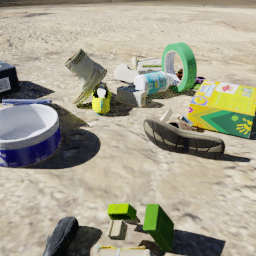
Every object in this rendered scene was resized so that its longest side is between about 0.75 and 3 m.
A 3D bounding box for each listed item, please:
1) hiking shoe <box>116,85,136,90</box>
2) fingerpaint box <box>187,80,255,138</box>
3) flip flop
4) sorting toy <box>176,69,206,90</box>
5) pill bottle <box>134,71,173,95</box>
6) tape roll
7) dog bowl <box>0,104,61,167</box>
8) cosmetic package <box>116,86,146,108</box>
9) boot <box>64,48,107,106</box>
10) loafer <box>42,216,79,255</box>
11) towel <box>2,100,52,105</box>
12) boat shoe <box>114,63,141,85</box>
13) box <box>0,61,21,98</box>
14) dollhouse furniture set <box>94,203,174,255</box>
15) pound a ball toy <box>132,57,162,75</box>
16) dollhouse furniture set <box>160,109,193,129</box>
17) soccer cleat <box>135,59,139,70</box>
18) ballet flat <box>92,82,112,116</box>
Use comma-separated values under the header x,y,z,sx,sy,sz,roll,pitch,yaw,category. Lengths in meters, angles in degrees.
x,y,z,sx,sy,sz,roll,pitch,yaw,category
-0.125,-1.817,14.057,0.513,0.597,1.378,-9,7,-35,hiking shoe
4.101,-0.930,11.981,2.471,1.087,2.962,14,33,20,fingerpaint box
1.946,0.248,9.874,2.919,1.184,0.840,13,44,14,flip flop
3.406,-2.701,15.198,2.074,0.851,1.246,18,35,27,sorting toy
1.356,-2.315,14.349,1.909,1.058,1.058,-16,34,-24,pill bottle
2.551,-3.085,14.257,0.587,2.444,2.444,-15,34,-19,tape roll
-3.852,0.181,10.116,2.742,1.080,2.742,0,31,0,dog bowl
0.137,-1.506,13.348,1.361,0.716,0.484,19,34,26,cosmetic package
-2.257,-2.271,12.707,2.270,1.755,0.818,-50,30,4,boot
-1.661,2.712,6.490,0.543,0.525,1.547,-5,30,21,loafer
-4.243,-1.088,12.110,1.821,0.300,2.515,-2,6,-12,towel
0.072,-2.888,15.851,0.876,1.014,2.792,33,4,-35,boat shoe
-7.197,-2.567,14.443,2.604,1.394,1.933,23,38,33,box
0.100,2.889,6.186,1.421,1.089,2.170,-9,44,25,dollhouse furniture set
1.345,-3.448,16.132,2.249,0.955,1.467,-1,-4,-2,pound a ball toy
1.779,0.083,11.104,1.233,0.804,1.164,35,60,-1,dollhouse furniture set
0.633,-3.901,17.550,0.689,0.533,1.648,-17,35,-19,soccer cleat
-1.255,-1.638,13.295,0.972,0.975,2.909,-3,31,-5,ballet flat
